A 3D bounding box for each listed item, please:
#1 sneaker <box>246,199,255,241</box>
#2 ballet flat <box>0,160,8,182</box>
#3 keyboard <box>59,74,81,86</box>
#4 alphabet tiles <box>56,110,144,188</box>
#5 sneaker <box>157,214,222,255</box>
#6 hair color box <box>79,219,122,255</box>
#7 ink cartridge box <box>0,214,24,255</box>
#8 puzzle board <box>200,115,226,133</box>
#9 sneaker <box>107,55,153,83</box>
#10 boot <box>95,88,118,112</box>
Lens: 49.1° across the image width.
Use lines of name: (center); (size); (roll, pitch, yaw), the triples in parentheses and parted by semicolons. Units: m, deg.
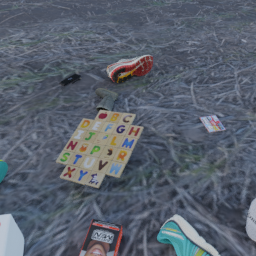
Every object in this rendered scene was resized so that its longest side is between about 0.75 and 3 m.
sneaker: (4.077, 2.007, 7.808); (0.947, 1.449, 2.521); (26, 81, 27)
ballet flat: (-4.522, 1.807, 8.189); (0.783, 0.780, 2.335); (-1, 40, 22)
keyboard: (-2.682, -2.290, 13.409); (0.695, 0.113, 1.093); (21, 46, 32)
alphabet tiles: (-0.921, 0.538, 9.057); (2.396, 0.091, 2.879); (9, 53, 28)
sneaker: (1.645, 3.142, 6.701); (0.912, 0.887, 2.289); (-40, 47, -14)
hair color box: (-0.717, 3.106, 6.807); (0.822, 0.496, 1.620); (9, 42, 9)
ink cartridge box: (-3.983, 3.241, 6.093); (2.922, 1.209, 2.140); (-7, 41, -8)
puzzle board: (3.307, -0.184, 10.972); (0.688, 0.079, 0.913); (-8, 41, -9)
sneaker: (0.129, -3.070, 13.641); (2.557, 0.995, 1.051); (-21, 44, -24)
boot: (-1.073, -1.129, 11.869); (1.143, 0.456, 1.258); (12, 49, 16)
